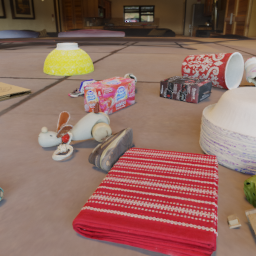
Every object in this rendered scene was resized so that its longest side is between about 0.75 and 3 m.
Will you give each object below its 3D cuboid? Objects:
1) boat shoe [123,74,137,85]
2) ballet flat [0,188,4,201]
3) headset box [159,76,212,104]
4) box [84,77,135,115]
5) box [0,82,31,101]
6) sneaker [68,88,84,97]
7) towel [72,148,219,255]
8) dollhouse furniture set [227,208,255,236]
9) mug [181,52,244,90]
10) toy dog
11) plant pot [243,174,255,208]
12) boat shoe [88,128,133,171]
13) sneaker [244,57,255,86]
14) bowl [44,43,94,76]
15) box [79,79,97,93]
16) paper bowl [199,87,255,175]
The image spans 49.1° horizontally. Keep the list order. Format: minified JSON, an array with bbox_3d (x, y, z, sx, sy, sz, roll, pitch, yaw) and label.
[{"bbox_3d":[0.131,-2.091,12.466,0.616,0.564,1.649,36,24,-21],"label":"boat shoe"},{"bbox_3d":[-2.830,1.171,4.970,1.236,0.419,0.465,8,40,15],"label":"ballet flat"},{"bbox_3d":[2.426,-1.577,11.335,1.871,0.702,1.391,15,26,33],"label":"headset box"},{"bbox_3d":[-0.617,-1.181,10.016,0.912,0.953,1.911,14,25,32],"label":"box"},{"bbox_3d":[-5.588,-1.538,11.877,2.303,0.245,1.882,15,26,34],"label":"box"},{"bbox_3d":[-2.142,-1.489,11.655,0.338,0.313,0.838,17,28,37],"label":"sneaker"},{"bbox_3d":[0.550,1.116,5.149,2.121,0.330,2.933,5,20,17],"label":"towel"},{"bbox_3d":[2.250,1.685,3.872,1.405,0.686,1.198,-20,16,16],"label":"dollhouse furniture set"},{"bbox_3d":[3.987,-2.552,13.283,2.451,2.176,1.635,17,63,45],"label":"mug"},{"bbox_3d":[-1.268,-0.090,6.932,1.887,0.909,1.244,-23,30,-26],"label":"toy dog"},{"bbox_3d":[2.515,1.023,4.846,0.848,0.893,0.893,-16,24,-7],"label":"plant pot"},{"bbox_3d":[-0.371,0.388,6.567,0.615,0.625,1.677,9,22,21],"label":"boat shoe"},{"bbox_3d":[6.380,-2.132,12.463,2.625,1.068,1.158,18,66,8],"label":"sneaker"},{"bbox_3d":[-3.554,-4.178,16.654,2.983,1.605,2.983,0,22,0],"label":"bowl"},{"bbox_3d":[-1.446,-1.622,11.535,0.812,0.426,0.747,29,30,19],"label":"box"},{"bbox_3d":[3.197,-0.108,6.706,2.795,1.453,2.795,0,20,0],"label":"paper bowl"}]
